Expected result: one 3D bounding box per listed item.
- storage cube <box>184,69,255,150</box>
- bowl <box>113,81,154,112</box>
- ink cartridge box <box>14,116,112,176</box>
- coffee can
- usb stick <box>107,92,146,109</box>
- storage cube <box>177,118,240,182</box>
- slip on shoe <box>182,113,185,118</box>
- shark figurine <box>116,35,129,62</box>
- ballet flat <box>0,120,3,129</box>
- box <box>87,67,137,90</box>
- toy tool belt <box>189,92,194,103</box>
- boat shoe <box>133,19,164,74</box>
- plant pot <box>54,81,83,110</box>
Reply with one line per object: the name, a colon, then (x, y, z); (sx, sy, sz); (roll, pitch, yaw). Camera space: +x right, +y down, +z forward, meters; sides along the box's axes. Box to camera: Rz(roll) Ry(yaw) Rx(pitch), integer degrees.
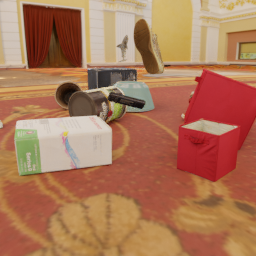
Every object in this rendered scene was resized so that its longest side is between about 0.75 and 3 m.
storage cube: (3.152, -0.735, 9.609); (2.267, 2.038, 1.938); (21, 17, 7)
bowl: (0.123, -1.827, 15.547); (2.724, 1.425, 2.724); (1, 15, 0)
ink cartridge box: (-1.908, 0.411, 8.304); (2.570, 1.124, 1.867); (-7, 18, -18)
coffee can: (-1.274, -0.942, 12.204); (1.572, 1.572, 2.148); (11, 19, 34)
usb stick: (-0.029, -0.790, 8.124); (1.149, 0.319, 0.187); (12, 42, -23)
storage cube: (2.155, 0.539, 7.595); (1.204, 1.266, 1.409); (15, 23, 42)
slip on shoe: (3.537, -0.668, 12.969); (2.168, 0.663, 0.803); (-3, 18, -6)
shark figurine: (-0.287, -3.600, 12.889); (0.524, 1.256, 0.750); (7, 4, -9)
ballet flat: (-5.569, -0.226, 12.002); (0.356, 0.356, 1.025); (-9, 18, -30)
box: (-1.111, -3.299, 19.256); (2.897, 1.551, 2.150); (-8, 18, -24)
toy tool belt: (4.597, -1.599, 13.833); (2.795, 1.745, 1.717); (16, 62, 24)
boat shoe: (0.997, -3.794, 13.205); (0.980, 2.675, 0.838); (-16, -3, 39)
plant pot: (-3.221, -1.737, 15.653); (1.549, 1.549, 1.351); (-2, -1, -5)
